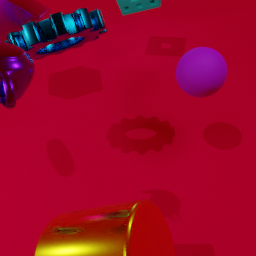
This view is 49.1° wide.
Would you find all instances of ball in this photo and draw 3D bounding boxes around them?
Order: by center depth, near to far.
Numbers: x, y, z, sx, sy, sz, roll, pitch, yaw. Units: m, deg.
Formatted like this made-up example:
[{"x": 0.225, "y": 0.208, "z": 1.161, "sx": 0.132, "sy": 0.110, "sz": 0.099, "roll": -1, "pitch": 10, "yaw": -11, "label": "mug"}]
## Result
[{"x": 1.454, "y": -1.101, "z": 5.580, "sx": 0.985, "sy": 0.985, "sz": 0.985, "roll": 0, "pitch": 48, "yaw": 0, "label": "ball"}]

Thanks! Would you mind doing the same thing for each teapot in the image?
[{"x": -1.262, "y": -0.497, "z": 2.620, "sx": 0.706, "sy": 0.556, "sz": 1.135, "roll": -9, "pitch": 35, "yaw": -37, "label": "teapot"}]

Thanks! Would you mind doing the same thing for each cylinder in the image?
[{"x": -0.208, "y": 1.421, "z": 3.007, "sx": 1.133, "sy": 1.133, "sz": 1.133, "roll": -17, "pitch": 43, "yaw": 25, "label": "cylinder"}]

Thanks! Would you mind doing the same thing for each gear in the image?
[{"x": -1.222, "y": -1.580, "z": 4.872, "sx": 1.707, "sy": 0.316, "sz": 1.707, "roll": -18, "pitch": 10, "yaw": 3, "label": "gear"}]

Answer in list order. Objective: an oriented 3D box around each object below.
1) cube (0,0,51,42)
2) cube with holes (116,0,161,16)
[{"x": -2.888, "y": -2.777, "z": 7.286, "sx": 1.179, "sy": 1.179, "sz": 1.179, "roll": 26, "pitch": 28, "yaw": -17, "label": "cube"}, {"x": 0.280, "y": -4.502, "z": 8.594, "sx": 1.250, "sy": 1.250, "sz": 1.250, "roll": -5, "pitch": 57, "yaw": 21, "label": "cube with holes"}]
